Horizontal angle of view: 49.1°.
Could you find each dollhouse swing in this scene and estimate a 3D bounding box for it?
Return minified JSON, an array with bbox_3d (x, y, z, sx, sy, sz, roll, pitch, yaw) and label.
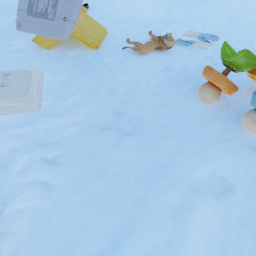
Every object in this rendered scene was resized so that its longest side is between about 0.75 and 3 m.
[{"bbox_3d":[-2.271,-3.784,11.475,1.976,1.911,2.174,-29,29,33],"label":"dollhouse swing"}]

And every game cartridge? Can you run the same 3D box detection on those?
[{"bbox_3d":[-1.379,-2.552,5.160,1.156,1.733,0.351,15,8,12],"label":"game cartridge"}]

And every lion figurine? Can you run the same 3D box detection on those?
[{"bbox_3d":[0.819,-3.137,10.648,1.864,0.676,1.142,-30,55,-11],"label":"lion figurine"}]

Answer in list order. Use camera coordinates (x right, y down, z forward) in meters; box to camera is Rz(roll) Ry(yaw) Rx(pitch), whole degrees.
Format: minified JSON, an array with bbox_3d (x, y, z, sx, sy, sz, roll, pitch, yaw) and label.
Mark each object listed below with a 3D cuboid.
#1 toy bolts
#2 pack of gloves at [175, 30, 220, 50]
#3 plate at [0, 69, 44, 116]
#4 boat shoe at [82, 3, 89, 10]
[{"bbox_3d":[3.400,-0.862,7.716,2.424,1.760,2.538,26,15,-34],"label":"toy bolts"},{"bbox_3d":[2.757,-3.445,11.255,1.592,0.314,1.338,26,52,36],"label":"pack of gloves"},{"bbox_3d":[-3.754,-1.176,8.497,2.255,0.365,2.259,-7,41,-7],"label":"plate"},{"bbox_3d":[-2.285,-6.045,14.147,0.348,0.298,0.951,17,45,18],"label":"boat shoe"}]
